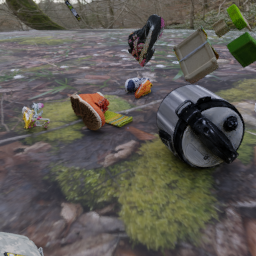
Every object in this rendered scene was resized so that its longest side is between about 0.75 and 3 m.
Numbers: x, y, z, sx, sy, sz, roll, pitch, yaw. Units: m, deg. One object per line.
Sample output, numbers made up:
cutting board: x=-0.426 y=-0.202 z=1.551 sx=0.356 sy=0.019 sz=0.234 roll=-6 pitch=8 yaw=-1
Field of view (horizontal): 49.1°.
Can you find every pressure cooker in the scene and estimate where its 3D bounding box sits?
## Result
pressure cooker: x=2.324 y=-0.039 z=9.020 sx=2.352 sy=2.389 sz=2.674 roll=-3 pitch=25 yaw=-14

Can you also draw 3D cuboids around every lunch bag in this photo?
lunch bag: x=-2.285 y=2.722 z=4.123 sx=2.754 sy=1.619 sz=2.258 roll=-8 pitch=20 yaw=-37

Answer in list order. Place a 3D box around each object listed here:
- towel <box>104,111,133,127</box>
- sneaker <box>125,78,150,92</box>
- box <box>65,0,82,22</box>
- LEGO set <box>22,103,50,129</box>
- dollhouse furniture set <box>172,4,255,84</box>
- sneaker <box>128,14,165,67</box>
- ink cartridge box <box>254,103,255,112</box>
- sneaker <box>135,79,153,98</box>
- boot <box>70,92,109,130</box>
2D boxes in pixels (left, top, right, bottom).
towel: x=-0.947 y=-0.541 z=12.665 sx=2.273 sy=0.205 sz=0.978 roll=18 pitch=30 yaw=34
sneaker: x=0.618 y=-2.519 z=16.298 sx=1.076 sy=0.695 sz=1.983 roll=10 pitch=24 yaw=24
box: x=-2.441 y=-5.219 z=12.492 sx=0.181 sy=0.819 sz=0.656 roll=-36 pitch=-4 yaw=5
LEGO set: x=-3.862 y=-0.434 z=11.789 sx=0.821 sy=1.014 sz=2.205 roll=4 pitch=-3 yaw=-30
dollhouse furniture set: x=3.476 y=-3.040 z=11.056 sx=1.437 sy=2.864 sz=1.876 roll=15 pitch=53 yaw=-46
sneaker: x=0.566 y=-3.797 z=12.109 sx=1.254 sy=2.904 sz=1.167 roll=36 pitch=65 yaw=5
ink cartridge box: x=6.521 y=-0.894 z=13.213 sx=0.887 sy=0.376 sz=0.646 roll=0 pitch=25 yaw=5
sneaker: x=0.922 y=-2.143 z=15.581 sx=0.685 sy=0.648 sz=1.776 roll=39 pitch=46 yaw=-1
boot: x=-1.384 y=-0.890 z=12.227 sx=1.569 sy=1.098 sz=2.926 roll=-13 pitch=30 yaw=-22
